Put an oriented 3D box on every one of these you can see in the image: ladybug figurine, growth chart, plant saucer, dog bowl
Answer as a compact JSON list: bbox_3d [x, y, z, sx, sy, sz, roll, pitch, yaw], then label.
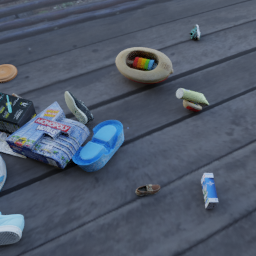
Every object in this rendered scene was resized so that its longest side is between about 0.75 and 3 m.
[{"bbox_3d":[2.715,-0.913,11.885,0.877,0.315,0.595,23,19,-3],"label":"ladybug figurine"},{"bbox_3d":[-4.302,0.322,11.064,2.706,0.240,1.958,10,51,7],"label":"growth chart"},{"bbox_3d":[-5.985,-2.660,13.454,1.252,0.202,1.252,0,51,0],"label":"plant saucer"},{"bbox_3d":[0.762,-2.792,12.963,2.717,0.977,1.844,19,66,16],"label":"ladybug figurine"},{"bbox_3d":[-1.013,0.664,10.356,1.288,0.573,2.310,14,51,36],"label":"dog bowl"}]

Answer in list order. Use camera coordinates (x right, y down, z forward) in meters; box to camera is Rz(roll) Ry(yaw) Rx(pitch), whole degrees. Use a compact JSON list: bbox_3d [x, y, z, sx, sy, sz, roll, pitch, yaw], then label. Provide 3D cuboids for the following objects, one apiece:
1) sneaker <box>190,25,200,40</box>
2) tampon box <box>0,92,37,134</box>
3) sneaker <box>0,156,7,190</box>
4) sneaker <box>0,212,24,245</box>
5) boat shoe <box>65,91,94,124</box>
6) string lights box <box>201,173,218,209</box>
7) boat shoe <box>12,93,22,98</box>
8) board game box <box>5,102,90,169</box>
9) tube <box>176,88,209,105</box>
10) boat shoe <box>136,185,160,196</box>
[{"bbox_3d":[3.648,-5.292,15.421,0.529,0.450,1.159,-2,50,3],"label":"sneaker"},{"bbox_3d":[-4.621,-0.520,11.013,1.575,0.994,1.180,16,54,6],"label":"tampon box"},{"bbox_3d":[-4.873,1.861,9.297,1.008,1.064,2.635,1,51,3],"label":"sneaker"},{"bbox_3d":[-4.292,3.072,8.624,2.247,0.831,0.921,0,30,-1],"label":"sneaker"},{"bbox_3d":[-2.046,-0.873,11.552,0.558,0.592,1.649,-27,70,-40],"label":"boat shoe"},{"bbox_3d":[2.738,2.108,9.427,0.310,0.540,1.051,0,51,0],"label":"string lights box"},{"bbox_3d":[-4.768,-1.183,12.147,1.075,0.407,0.386,31,87,37],"label":"boat shoe"},{"bbox_3d":[-2.807,0.108,10.532,2.418,0.746,2.416,13,50,24],"label":"board game box"},{"bbox_3d":[2.781,-1.327,11.914,1.688,0.490,0.438,5,1,-36],"label":"tube"},{"bbox_3d":[0.697,2.101,9.577,0.880,0.316,0.333,-13,53,-10],"label":"boat shoe"}]
